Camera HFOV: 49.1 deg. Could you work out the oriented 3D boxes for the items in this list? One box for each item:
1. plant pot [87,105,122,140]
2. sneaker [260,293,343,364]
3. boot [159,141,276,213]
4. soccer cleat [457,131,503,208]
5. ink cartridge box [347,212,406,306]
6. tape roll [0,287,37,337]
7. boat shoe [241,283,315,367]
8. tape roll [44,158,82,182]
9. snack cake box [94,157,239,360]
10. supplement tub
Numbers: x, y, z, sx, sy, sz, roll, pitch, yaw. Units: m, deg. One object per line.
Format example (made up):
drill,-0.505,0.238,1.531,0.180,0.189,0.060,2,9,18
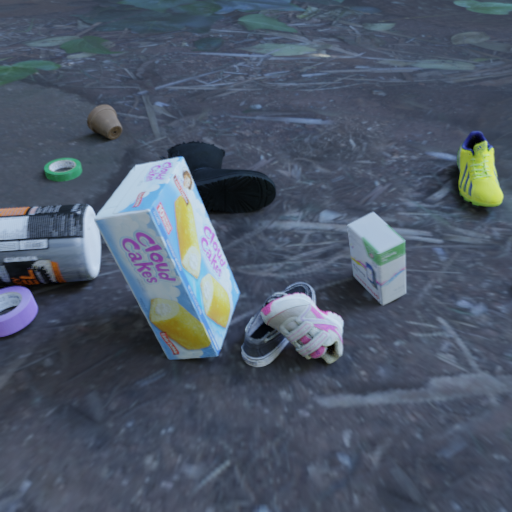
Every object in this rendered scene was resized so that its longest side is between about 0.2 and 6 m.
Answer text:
plant pot,-4.080,-3.588,15.350,0.853,0.853,0.744,-28,62,-32
sneaker,0.792,1.134,8.484,1.685,0.685,0.743,24,37,-34
boot,-0.927,-1.871,12.863,2.593,0.960,2.125,-6,37,-1
soccer cleat,5.132,-2.025,12.916,0.836,1.082,2.586,5,37,6
ink cartridge box,2.139,0.065,9.864,0.578,1.322,0.960,-27,44,-10
tape roll,-4.239,0.936,9.478,0.966,0.317,0.966,-7,34,5
boat shoe,0.401,0.943,9.272,0.723,0.684,2.017,22,42,26
tape roll,-4.749,-2.124,13.788,0.866,0.208,0.866,0,36,0
snack cake box,-1.236,0.078,8.637,0.919,2.736,1.574,-7,35,20
supplement tub,-4.113,-0.178,10.173,2.324,1.424,1.424,-4,37,-4
